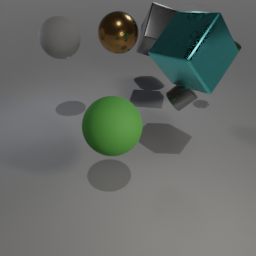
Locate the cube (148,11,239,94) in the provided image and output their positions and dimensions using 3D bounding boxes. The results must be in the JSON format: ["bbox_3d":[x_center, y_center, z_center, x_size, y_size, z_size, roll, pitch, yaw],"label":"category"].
[{"bbox_3d":[1.678,-1.937,7.175,1.400,1.400,1.400,28,82,47],"label":"cube"}]

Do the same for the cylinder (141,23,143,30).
[{"bbox_3d":[1.440,-4.414,12.620,1.400,1.400,1.400,-9,16,-15],"label":"cylinder"}]

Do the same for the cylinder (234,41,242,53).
[{"bbox_3d":[3.760,-2.886,10.529,0.700,0.700,0.700,15,41,-13],"label":"cylinder"}]

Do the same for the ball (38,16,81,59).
[{"bbox_3d":[-2.316,-3.067,9.532,1.400,1.400,1.400,0,31,0],"label":"ball"}]

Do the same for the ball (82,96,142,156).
[{"bbox_3d":[-0.366,-0.044,6.524,1.400,1.400,1.400,0,31,0],"label":"ball"}]

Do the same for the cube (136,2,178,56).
[{"bbox_3d":[1.253,-3.543,10.551,1.400,1.400,1.400,15,-10,-8],"label":"cube"}]

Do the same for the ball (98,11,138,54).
[{"bbox_3d":[-0.339,-3.283,9.676,1.400,1.400,1.400,0,31,0],"label":"ball"}]

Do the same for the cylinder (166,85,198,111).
[{"bbox_3d":[1.632,-0.991,8.522,0.700,0.700,0.700,-36,24,21],"label":"cylinder"}]
